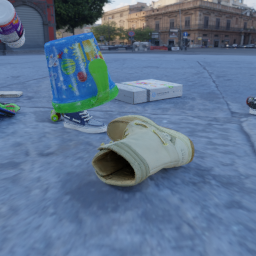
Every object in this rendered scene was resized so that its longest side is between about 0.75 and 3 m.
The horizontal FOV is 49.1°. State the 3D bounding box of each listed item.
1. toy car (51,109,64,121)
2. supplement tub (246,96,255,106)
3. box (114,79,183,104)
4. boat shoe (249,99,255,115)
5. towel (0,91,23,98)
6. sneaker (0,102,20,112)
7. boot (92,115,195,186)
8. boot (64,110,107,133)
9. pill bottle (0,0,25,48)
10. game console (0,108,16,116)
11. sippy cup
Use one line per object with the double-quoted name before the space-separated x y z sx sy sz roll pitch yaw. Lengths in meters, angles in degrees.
"toy car" -2.056 -0.429 9.038 0.753 0.594 0.619 24 12 -24
"supplement tub" 4.846 -0.948 10.547 0.409 0.409 0.764 -5 20 -15
"box" 0.698 -1.688 12.584 2.806 0.578 2.188 -11 21 -34
"boat shoe" 5.005 -0.669 9.363 1.718 0.587 0.634 15 23 39
"towel" -5.430 -1.543 12.734 1.121 0.193 0.743 -2 19 -6
"sneaker" -4.345 -0.708 9.940 1.115 0.428 0.467 9 4 11
"boot" -0.083 0.389 5.731 1.799 0.842 2.314 -16 28 -42
"boot" -1.271 -0.283 8.047 1.460 0.659 0.531 9 20 25
"pill bottle" -2.820 -2.385 6.569 0.635 0.635 1.140 -1 -15 -4
"game console" -5.120 -0.270 8.750 2.255 1.334 1.924 5 50 17
"sippy cup" -0.959 -1.099 5.348 1.724 1.263 1.354 -3 24 25
